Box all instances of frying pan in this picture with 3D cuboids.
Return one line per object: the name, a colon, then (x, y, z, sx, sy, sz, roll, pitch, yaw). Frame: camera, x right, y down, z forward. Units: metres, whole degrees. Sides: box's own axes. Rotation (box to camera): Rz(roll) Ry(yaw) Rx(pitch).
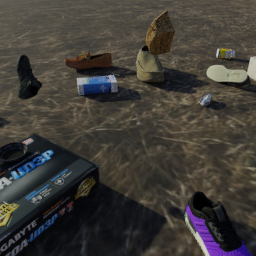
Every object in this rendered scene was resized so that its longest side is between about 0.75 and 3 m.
frying pan: (-2.702, 0.662, 6.166, 0.692, 0.186, 1.144, 11, 35, 19)

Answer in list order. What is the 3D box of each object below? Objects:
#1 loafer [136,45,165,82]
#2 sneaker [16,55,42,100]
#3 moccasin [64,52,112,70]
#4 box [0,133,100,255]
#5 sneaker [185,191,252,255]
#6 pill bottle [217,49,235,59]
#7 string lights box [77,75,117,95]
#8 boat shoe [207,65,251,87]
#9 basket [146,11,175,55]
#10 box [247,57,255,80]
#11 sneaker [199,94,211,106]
loafer: (0.889, -2.897, 12.508, 1.136, 1.007, 2.987, -6, 32, -9)
sneaker: (-2.390, -1.256, 6.834, 0.621, 1.085, 0.415, -2, -2, 28)
moccasin: (-1.879, -3.252, 13.235, 2.231, 0.861, 0.816, -3, 31, -4)
box: (-2.354, 1.327, 5.898, 2.281, 0.660, 2.870, 21, 37, 31)
sneaker: (1.585, 1.799, 4.929, 0.611, 0.873, 1.756, -13, 33, -21)
pill bottle: (5.121, -3.896, 14.669, 0.870, 0.475, 0.475, 7, 32, 10)
string lights box: (-1.229, -1.714, 11.108, 1.513, 0.446, 0.777, -6, 32, -10)
boat shoe: (4.209, -2.168, 11.846, 0.665, 0.707, 1.968, 20, 5, -43)
basket: (0.903, -2.882, 8.608, 0.778, 1.090, 0.812, -13, 70, -6)
box: (6.660, -2.689, 12.288, 2.594, 0.887, 1.066, -10, 33, -15)
sneaker: (2.857, -0.996, 10.158, 0.303, 0.288, 0.754, 31, 47, 26)
